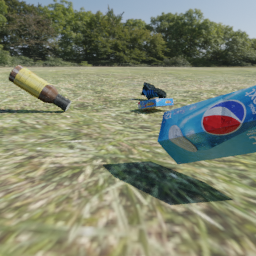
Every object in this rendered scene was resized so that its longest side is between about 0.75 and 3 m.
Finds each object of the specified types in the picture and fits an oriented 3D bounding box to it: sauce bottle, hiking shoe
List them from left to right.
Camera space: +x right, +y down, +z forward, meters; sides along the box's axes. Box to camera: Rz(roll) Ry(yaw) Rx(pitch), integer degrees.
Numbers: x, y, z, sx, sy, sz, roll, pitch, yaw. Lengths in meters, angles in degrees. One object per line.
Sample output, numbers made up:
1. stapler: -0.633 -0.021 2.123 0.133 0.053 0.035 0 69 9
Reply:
1. sauce bottle: -2.724 -1.199 8.815 1.977 0.640 0.640 33 12 -8
2. hiking shoe: 1.043 -1.357 11.232 0.511 0.596 1.374 8 20 -36

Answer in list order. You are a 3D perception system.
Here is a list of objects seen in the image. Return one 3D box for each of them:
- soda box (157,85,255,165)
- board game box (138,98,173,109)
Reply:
1. soda box: 1.359 -0.038 3.714 1.869 0.634 0.600 -16 42 36
2. board game box: 0.894 -0.792 9.101 0.837 0.234 0.819 -7 1 -41
